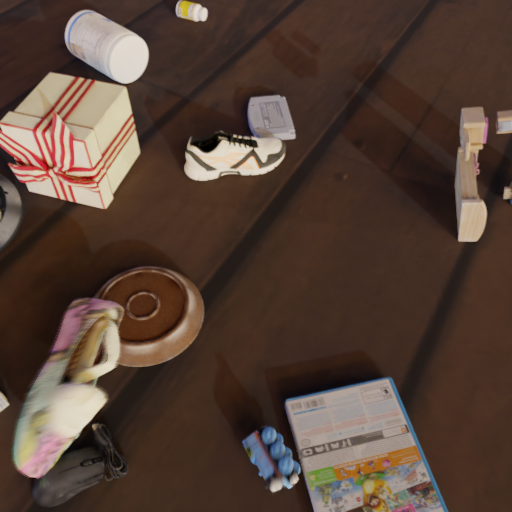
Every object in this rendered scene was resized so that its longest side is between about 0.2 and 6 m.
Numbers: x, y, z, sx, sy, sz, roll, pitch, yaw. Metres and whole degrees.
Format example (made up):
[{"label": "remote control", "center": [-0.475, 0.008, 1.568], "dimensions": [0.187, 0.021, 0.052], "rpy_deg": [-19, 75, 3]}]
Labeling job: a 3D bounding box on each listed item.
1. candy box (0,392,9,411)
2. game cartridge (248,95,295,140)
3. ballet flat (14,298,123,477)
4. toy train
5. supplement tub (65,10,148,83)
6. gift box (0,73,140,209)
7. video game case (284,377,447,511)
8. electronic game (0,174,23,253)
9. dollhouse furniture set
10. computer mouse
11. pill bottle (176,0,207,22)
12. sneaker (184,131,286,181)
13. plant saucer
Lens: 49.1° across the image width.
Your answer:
[{"label": "candy box", "center": [-4.332, 2.213, 7.753], "dimensions": [0.848, 0.410, 1.453], "rpy_deg": [34, 57, 25]}, {"label": "game cartridge", "center": [0.282, -2.946, 12.029], "dimensions": [0.901, 0.274, 1.352], "rpy_deg": [-4, 51, -7]}, {"label": "ballet flat", "center": [-2.399, 1.626, 7.581], "dimensions": [0.929, 0.903, 2.612], "rpy_deg": [-8, 46, 18]}, {"label": "toy train", "center": [0.204, 2.653, 7.316], "dimensions": [0.498, 0.378, 0.872], "rpy_deg": [-37, 48, 0]}, {"label": "supplement tub", "center": [-3.480, -4.859, 12.989], "dimensions": [1.742, 1.149, 1.149], "rpy_deg": [35, 59, 25]}, {"label": "gift box", "center": [-3.467, -2.173, 10.295], "dimensions": [1.895, 2.053, 1.918], "rpy_deg": [10, 53, 14]}, {"label": "video game case", "center": [1.436, 2.797, 7.415], "dimensions": [1.613, 0.201, 2.254], "rpy_deg": [-10, 52, -9]}, {"label": "electronic game", "center": [-5.360, -0.672, 10.017], "dimensions": [2.281, 0.475, 2.281], "rpy_deg": [1, 60, -2]}, {"label": "dollhouse furniture set", "center": [4.613, -1.334, 9.547], "dimensions": [2.189, 2.067, 1.428], "rpy_deg": [0, 50, 15]}, {"label": "computer mouse", "center": [-2.384, 2.783, 7.345], "dimensions": [1.207, 0.318, 0.836], "rpy_deg": [-28, 55, -20]}, {"label": "pill bottle", "center": [-1.690, -6.417, 14.712], "dimensions": [0.752, 0.423, 0.423], "rpy_deg": [20, 54, 15]}, {"label": "sneaker", "center": [-0.389, -2.035, 10.931], "dimensions": [2.065, 0.826, 0.761], "rpy_deg": [-13, 51, -12]}, {"label": "plant saucer", "center": [-1.790, 0.857, 8.927], "dimensions": [1.888, 0.303, 1.888], "rpy_deg": [-1, 52, 1]}]
